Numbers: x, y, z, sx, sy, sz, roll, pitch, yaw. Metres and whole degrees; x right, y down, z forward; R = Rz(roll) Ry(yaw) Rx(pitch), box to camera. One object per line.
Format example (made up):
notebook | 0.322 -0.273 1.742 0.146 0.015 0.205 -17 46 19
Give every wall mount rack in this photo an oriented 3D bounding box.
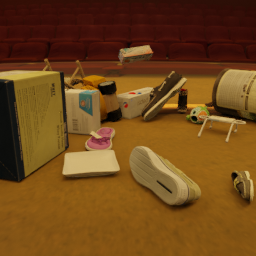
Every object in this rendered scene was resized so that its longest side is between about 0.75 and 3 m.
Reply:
wall mount rack | 3.356 -0.017 10.320 1.712 0.638 1.487 11 17 32

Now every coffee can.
coffee can | 5.466 -1.411 12.130 2.112 2.112 2.886 -14 22 -37

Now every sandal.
sandal | -0.930 0.267 9.429 0.874 0.528 2.149 1 17 3

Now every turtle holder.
turtle holder | 2.911 -0.558 11.820 0.672 0.719 0.947 -32 42 -32

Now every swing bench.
swing bench | -3.269 -2.200 14.975 2.511 2.525 1.638 9 61 32

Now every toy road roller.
toy road roller | -1.657 -1.192 12.390 1.994 1.679 2.732 -21 25 -23

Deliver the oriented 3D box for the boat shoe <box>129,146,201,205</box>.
boat shoe | 0.762 1.118 6.591 0.702 0.815 2.264 14 14 -31

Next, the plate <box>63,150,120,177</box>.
plate | -1.014 0.984 7.622 1.427 0.231 1.431 -4 18 -9

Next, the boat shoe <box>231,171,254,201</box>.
boat shoe | 2.574 1.287 6.327 0.376 0.449 1.257 5 12 14

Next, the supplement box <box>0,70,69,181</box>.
supplement box | -3.045 -0.263 7.792 1.675 2.494 2.492 5 18 17

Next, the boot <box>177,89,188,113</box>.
boot | 2.706 -1.403 13.872 0.530 1.092 1.450 4 18 14

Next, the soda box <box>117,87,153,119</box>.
soda box | 0.569 -1.270 13.585 0.940 1.006 2.954 12 21 34

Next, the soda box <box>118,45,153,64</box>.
soda box | 0.332 -3.114 11.890 1.401 0.445 0.479 -14 64 -23

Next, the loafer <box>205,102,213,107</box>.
loafer | 4.486 -1.311 14.907 0.870 0.309 0.318 -4 18 -14

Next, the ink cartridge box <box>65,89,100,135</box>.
ink cartridge box | -2.203 -0.656 10.652 2.144 1.555 0.897 4 18 13

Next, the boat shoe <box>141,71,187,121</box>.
boat shoe | 1.462 -1.506 12.500 0.893 1.093 2.959 41 68 11
